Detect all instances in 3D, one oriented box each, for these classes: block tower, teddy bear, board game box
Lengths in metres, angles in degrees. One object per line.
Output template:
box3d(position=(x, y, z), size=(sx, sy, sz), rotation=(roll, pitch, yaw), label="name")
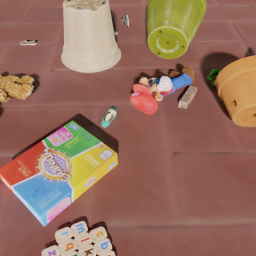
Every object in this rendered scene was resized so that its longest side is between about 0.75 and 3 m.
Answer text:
box3d(position=(2.332, -1.189, 10.879), size=(0.325, 0.304, 1.126), rotation=(23, 50, 22), label="block tower")
box3d(position=(-4.998, -1.603, 10.890), size=(2.678, 0.894, 1.942), rotation=(2, 43, 2), label="teddy bear")
box3d(position=(-2.026, 1.177, 8.375), size=(2.145, 0.565, 2.804), rotation=(33, 54, 28), label="board game box")

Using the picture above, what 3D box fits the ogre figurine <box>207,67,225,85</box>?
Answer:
box3d(position=(3.897, -2.087, 11.574), size=(1.190, 0.584, 0.714), rotation=(6, 53, 14), label="ogre figurine")

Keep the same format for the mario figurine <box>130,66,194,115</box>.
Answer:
box3d(position=(1.160, -1.678, 10.442), size=(2.831, 1.748, 1.501), rotation=(-32, 66, -32), label="mario figurine")

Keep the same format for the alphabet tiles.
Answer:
box3d(position=(-1.183, 3.125, 6.779), size=(1.629, 0.122, 1.666), rotation=(-18, 48, -16), label="alphabet tiles")

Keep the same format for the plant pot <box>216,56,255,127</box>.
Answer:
box3d(position=(4.303, -1.104, 9.601), size=(2.321, 2.321, 1.625), rotation=(1, 62, 1), label="plant pot")

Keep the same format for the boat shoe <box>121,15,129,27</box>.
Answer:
box3d(position=(-0.149, -5.860, 15.397), size=(0.366, 0.433, 1.215), rotation=(-6, 39, -2), label="boat shoe")

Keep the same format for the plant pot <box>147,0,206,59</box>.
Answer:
box3d(position=(2.056, -4.779, 12.973), size=(2.822, 2.822, 2.717), rotation=(10, 58, 9), label="plant pot")

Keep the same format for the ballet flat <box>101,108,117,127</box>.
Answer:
box3d(position=(-0.632, -0.450, 10.094), size=(0.347, 0.362, 1.030), rotation=(30, 50, -2), label="ballet flat")

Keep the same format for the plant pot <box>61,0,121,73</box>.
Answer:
box3d(position=(-1.739, -4.314, 12.351), size=(2.820, 2.581, 2.820), rotation=(0, 46, 0), label="plant pot")

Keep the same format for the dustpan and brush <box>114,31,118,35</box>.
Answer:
box3d(position=(-1.315, -5.377, 14.930), size=(1.906, 0.545, 1.330), rotation=(24, 56, 31), label="dustpan and brush")

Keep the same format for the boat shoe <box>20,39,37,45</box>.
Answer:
box3d(position=(-4.999, -4.305, 13.976), size=(0.813, 0.242, 0.292), rotation=(2, 46, 2), label="boat shoe")
